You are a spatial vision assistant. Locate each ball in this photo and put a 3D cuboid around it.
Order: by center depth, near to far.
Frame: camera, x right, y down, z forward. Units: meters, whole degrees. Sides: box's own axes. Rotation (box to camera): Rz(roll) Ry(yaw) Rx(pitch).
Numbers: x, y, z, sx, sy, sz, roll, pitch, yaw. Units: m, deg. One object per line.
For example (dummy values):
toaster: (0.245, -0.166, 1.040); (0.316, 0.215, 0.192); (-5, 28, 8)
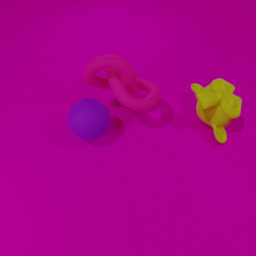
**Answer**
ball: (-0.964, -0.220, 6.928); (1.048, 1.048, 1.048); (0, 54, 0)

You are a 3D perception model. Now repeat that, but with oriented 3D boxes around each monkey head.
monkey head: (2.075, -0.546, 7.024); (1.307, 1.095, 1.817); (-9, 67, -28)

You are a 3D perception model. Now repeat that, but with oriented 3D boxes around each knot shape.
knot shape: (-0.177, -1.145, 7.227); (1.964, 1.837, 0.907); (30, 93, -12)
